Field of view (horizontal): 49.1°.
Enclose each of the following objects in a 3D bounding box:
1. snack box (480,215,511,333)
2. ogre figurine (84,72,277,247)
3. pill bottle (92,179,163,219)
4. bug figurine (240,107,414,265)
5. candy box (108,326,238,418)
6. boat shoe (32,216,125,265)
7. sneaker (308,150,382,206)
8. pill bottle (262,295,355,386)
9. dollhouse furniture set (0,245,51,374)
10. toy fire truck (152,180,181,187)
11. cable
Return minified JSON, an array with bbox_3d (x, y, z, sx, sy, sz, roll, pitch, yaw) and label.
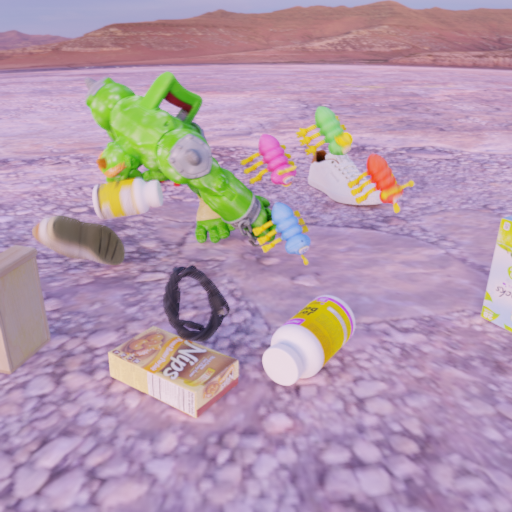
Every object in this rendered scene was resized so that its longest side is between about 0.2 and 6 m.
[{"bbox_3d":[4.158,0.399,8.108,0.577,1.704,1.437,-15,28,-30],"label":"snack box"},{"bbox_3d":[-1.734,-2.048,11.059,2.292,2.801,4.671,-34,61,6],"label":"ogre figurine"},{"bbox_3d":[-2.222,-1.014,9.778,1.109,0.617,0.617,-7,24,4],"label":"pill bottle"},{"bbox_3d":[1.244,-1.455,10.537,3.263,2.530,0.839,-29,-7,-19],"label":"bug figurine"},{"bbox_3d":[-1.081,1.465,7.304,1.508,0.417,0.870,15,27,31],"label":"candy box"},{"bbox_3d":[-3.145,-0.276,10.064,0.622,0.680,1.819,-4,-21,30],"label":"boat shoe"},{"bbox_3d":[2.227,-2.073,14.341,0.985,1.145,2.704,-13,29,-30],"label":"sneaker"},{"bbox_3d":[0.710,1.147,7.602,0.766,0.766,1.470,15,29,31],"label":"pill bottle"},{"bbox_3d":[-4.252,0.624,7.883,2.286,1.488,2.100,7,25,15],"label":"dollhouse furniture set"},{"bbox_3d":[-2.534,-2.217,15.683,0.808,0.279,1.145,-4,24,-10],"label":"toy fire truck"},{"bbox_3d":[-0.867,0.623,7.511,0.850,1.042,0.265,-41,16,-28],"label":"cable"}]
